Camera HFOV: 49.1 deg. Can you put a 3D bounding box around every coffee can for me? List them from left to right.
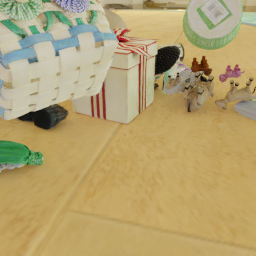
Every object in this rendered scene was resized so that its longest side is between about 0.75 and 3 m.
[{"bbox_3d":[2.094,-3.798,14.333,1.303,0.953,0.953,-9,29,-17],"label":"coffee can"}]

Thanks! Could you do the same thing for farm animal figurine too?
[{"bbox_3d":[2.656,-1.225,9.184,2.245,1.184,2.270,-32,50,-19],"label":"farm animal figurine"}]

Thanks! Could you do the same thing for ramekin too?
[{"bbox_3d":[2.100,-2.755,6.954,1.472,1.472,0.719,6,3,12],"label":"ramekin"}]

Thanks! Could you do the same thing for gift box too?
[{"bbox_3d":[-0.246,-1.788,8.876,2.606,2.434,2.405,10,29,20],"label":"gift box"}]

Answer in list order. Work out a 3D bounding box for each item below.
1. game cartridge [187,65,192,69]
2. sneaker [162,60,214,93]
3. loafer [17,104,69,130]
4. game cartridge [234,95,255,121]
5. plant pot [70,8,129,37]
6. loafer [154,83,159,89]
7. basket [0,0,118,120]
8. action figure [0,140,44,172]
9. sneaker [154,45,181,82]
[{"bbox_3d":[3.125,-2.835,13.379,0.776,0.143,0.881,10,28,19],"label":"game cartridge"},{"bbox_3d":[2.408,-1.928,10.892,1.821,1.012,2.603,10,36,12],"label":"sneaker"},{"bbox_3d":[-2.841,-0.619,8.511,2.303,0.838,0.833,27,29,25],"label":"loafer"},{"bbox_3d":[4.642,-0.683,8.999,2.126,0.430,1.417,-19,37,-32],"label":"game cartridge"},{"bbox_3d":[-1.325,-2.899,11.126,2.977,2.977,1.998,-5,63,-9],"label":"plant pot"},{"bbox_3d":[0.732,-1.785,11.102,1.056,0.375,0.386,14,31,25],"label":"loafer"},{"bbox_3d":[-1.415,-1.542,3.915,2.197,1.733,2.491,-25,67,-33],"label":"basket"},{"bbox_3d":[-3.033,0.653,6.169,2.268,0.620,1.340,2,25,-11],"label":"action figure"},{"bbox_3d":[0.897,-2.161,10.245,0.838,2.379,1.112,45,23,-8],"label":"sneaker"}]
